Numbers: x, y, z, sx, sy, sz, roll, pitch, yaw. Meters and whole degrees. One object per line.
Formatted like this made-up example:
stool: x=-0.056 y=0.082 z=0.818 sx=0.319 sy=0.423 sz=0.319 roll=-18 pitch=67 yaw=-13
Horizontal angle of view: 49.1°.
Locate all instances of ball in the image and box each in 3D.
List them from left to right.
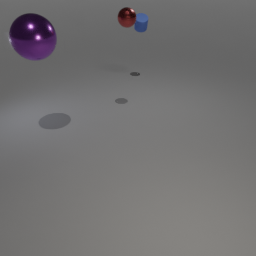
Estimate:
ball: x=-2.922 y=-2.801 z=8.669 sx=1.400 sy=1.400 sz=1.400 roll=0 pitch=29 yaw=0
ball: x=-0.038 y=-4.053 z=10.281 sx=0.700 sy=0.700 sz=0.700 roll=0 pitch=29 yaw=0

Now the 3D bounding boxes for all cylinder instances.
cylinder: x=0.695 y=-5.568 z=14.830 sx=0.700 sy=0.700 sz=0.700 roll=2 pitch=61 yaw=-3
